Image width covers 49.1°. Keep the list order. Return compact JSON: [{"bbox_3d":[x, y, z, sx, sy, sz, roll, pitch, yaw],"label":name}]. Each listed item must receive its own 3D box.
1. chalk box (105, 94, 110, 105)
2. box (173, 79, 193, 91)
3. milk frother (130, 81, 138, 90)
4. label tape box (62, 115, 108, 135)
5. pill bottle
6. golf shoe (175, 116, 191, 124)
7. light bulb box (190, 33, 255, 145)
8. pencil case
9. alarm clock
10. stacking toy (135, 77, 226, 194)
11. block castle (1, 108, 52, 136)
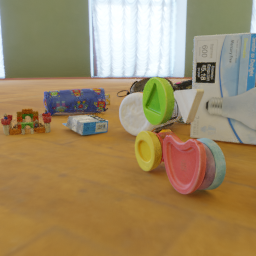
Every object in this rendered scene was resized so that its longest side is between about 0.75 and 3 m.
[{"bbox_3d":[-1.356,-1.429,13.940,0.829,0.513,0.516,10,15,35],"label":"chalk box"},{"bbox_3d":[2.921,-1.687,12.851,2.027,1.075,1.239,-9,9,22],"label":"box"},{"bbox_3d":[0.817,-1.462,12.376,1.236,1.186,1.314,4,5,22],"label":"milk frother"},{"bbox_3d":[-1.272,-0.161,8.225,0.858,0.396,1.198,-7,21,-40],"label":"label tape box"},{"bbox_3d":[0.778,-0.504,8.214,1.194,1.194,2.052,9,14,34],"label":"pill bottle"},{"bbox_3d":[2.242,-0.509,9.623,2.342,0.917,1.139,6,-4,1],"label":"golf shoe"},{"bbox_3d":[3.138,-1.004,7.105,2.665,2.641,1.663,5,14,28],"label":"light bulb box"},{"bbox_3d":[-2.074,-1.031,11.127,2.474,1.074,0.965,-6,47,-20],"label":"pencil case"},{"bbox_3d":[0.764,-1.428,11.619,2.723,0.907,1.837,3,40,23],"label":"alarm clock"},{"bbox_3d":[0.903,0.064,4.621,0.795,1.703,1.882,-4,16,-26],"label":"stacking toy"},{"bbox_3d":[-2.945,-0.215,8.214,1.355,0.636,0.905,-4,13,-17],"label":"block castle"}]
